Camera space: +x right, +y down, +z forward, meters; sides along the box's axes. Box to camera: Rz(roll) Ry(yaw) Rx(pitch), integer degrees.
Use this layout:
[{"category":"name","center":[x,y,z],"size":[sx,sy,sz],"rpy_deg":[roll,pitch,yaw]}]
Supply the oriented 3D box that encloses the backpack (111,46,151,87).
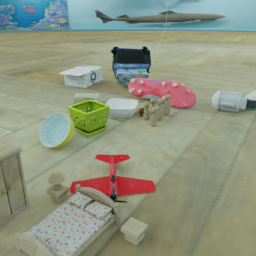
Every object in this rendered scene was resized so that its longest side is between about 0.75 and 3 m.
[{"category":"backpack","center":[0.144,-2.609,12.499],"size":[1.729,1.389,1.890],"rpy_deg":[0,-11,0]}]

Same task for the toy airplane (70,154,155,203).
[{"category":"toy airplane","center":[-0.294,1.001,5.933],"size":[1.772,0.326,1.772],"rpy_deg":[2,24,-1]}]

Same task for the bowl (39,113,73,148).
[{"category":"bowl","center":[-1.816,0.129,7.507],"size":[0.969,0.969,0.521],"rpy_deg":[14,-15,28]}]

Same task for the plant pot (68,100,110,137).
[{"category":"plant pot","center":[-1.121,-0.268,8.182],"size":[0.890,0.812,0.894],"rpy_deg":[22,32,39]}]

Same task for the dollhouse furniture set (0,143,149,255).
[{"category":"dollhouse furniture set","center":[-1.328,1.278,4.176],"size":[2.566,1.253,2.188],"rpy_deg":[15,28,31]}]

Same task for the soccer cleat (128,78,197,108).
[{"category":"soccer cleat","center":[1.317,-1.364,10.660],"size":[2.748,0.917,1.051],"rpy_deg":[15,9,24]}]

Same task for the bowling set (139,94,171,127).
[{"category":"bowling set","center":[0.750,-0.661,9.136],"size":[0.973,0.751,1.398],"rpy_deg":[12,26,25]}]

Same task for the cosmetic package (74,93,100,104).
[{"category":"cosmetic package","center":[-1.562,-1.092,10.625],"size":[0.904,0.321,0.476],"rpy_deg":[2,25,5]}]

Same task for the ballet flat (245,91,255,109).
[{"category":"ballet flat","center":[4.828,-1.009,10.026],"size":[1.966,0.718,0.718],"rpy_deg":[7,25,15]}]

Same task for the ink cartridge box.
[{"category":"ink cartridge box","center":[-2.173,-2.397,13.113],"size":[1.175,0.676,2.028],"rpy_deg":[10,26,21]}]

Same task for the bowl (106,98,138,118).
[{"category":"bowl","center":[-0.213,-0.661,9.575],"size":[1.067,0.399,1.069],"rpy_deg":[4,23,8]}]

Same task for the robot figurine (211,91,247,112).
[{"category":"robot figurine","center":[3.512,-0.942,9.845],"size":[1.220,0.689,1.035],"rpy_deg":[10,19,20]}]
